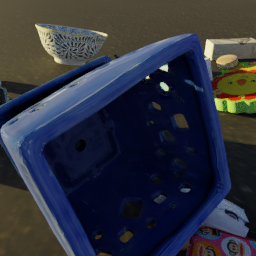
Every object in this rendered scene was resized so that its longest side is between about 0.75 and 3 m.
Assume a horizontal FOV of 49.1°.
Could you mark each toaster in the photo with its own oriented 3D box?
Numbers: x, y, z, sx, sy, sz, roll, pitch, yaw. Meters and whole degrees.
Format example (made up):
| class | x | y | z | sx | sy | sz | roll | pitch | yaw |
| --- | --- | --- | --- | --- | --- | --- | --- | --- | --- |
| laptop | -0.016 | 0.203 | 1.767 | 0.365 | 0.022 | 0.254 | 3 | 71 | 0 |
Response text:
| class | x | y | z | sx | sy | sz | roll | pitch | yaw |
| --- | --- | --- | --- | --- | --- | --- | --- | --- | --- |
| toaster | 0.053 | -2.048 | 9.725 | 1.097 | 0.720 | 1.213 | 0 | 32 | 0 |

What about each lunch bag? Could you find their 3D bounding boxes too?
| class | x | y | z | sx | sy | sz | roll | pitch | yaw |
| --- | --- | --- | --- | --- | --- | --- | --- | --- | --- |
| lunch bag | 1.317 | 2.049 | 3.224 | 1.437 | 0.668 | 1.631 | 13 | 34 | 12 |

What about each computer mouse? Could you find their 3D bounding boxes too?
| class | x | y | z | sx | sy | sz | roll | pitch | yaw |
| --- | --- | --- | --- | --- | --- | --- | --- | --- | --- |
| computer mouse | 1.445 | 1.392 | 4.379 | 2.228 | 0.489 | 1.222 | 9 | 34 | 14 |

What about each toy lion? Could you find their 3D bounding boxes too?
| class | x | y | z | sx | sy | sz | roll | pitch | yaw |
| --- | --- | --- | --- | --- | --- | --- | --- | --- | --- |
| toy lion | 3.708 | -1.340 | 8.183 | 2.747 | 0.943 | 2.633 | -6 | 35 | 18 |

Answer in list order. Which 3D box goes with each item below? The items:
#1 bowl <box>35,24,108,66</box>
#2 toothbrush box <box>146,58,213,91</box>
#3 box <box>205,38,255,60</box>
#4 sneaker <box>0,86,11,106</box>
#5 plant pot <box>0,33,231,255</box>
| class | x | y | z | sx | sy | sz | roll | pitch | yaw |
| --- | --- | --- | --- | --- | --- | --- | --- | --- | --- |
| bowl | -2.175 | -3.136 | 10.759 | 2.685 | 1.260 | 2.685 | 8 | 21 | -3 |
| toothbrush box | 1.543 | -1.644 | 8.654 | 1.232 | 0.718 | 1.682 | -27 | 22 | -37 |
| box | 4.382 | -3.348 | 11.846 | 2.038 | 0.697 | 0.837 | -4 | 32 | -7 |
| sneaker | -3.829 | -0.740 | 7.812 | 0.916 | 0.645 | 1.724 | -26 | 32 | -27 |
| plant pot | -0.294 | 0.324 | 3.815 | 2.379 | 2.379 | 2.139 | -35 | 30 | -28 |
